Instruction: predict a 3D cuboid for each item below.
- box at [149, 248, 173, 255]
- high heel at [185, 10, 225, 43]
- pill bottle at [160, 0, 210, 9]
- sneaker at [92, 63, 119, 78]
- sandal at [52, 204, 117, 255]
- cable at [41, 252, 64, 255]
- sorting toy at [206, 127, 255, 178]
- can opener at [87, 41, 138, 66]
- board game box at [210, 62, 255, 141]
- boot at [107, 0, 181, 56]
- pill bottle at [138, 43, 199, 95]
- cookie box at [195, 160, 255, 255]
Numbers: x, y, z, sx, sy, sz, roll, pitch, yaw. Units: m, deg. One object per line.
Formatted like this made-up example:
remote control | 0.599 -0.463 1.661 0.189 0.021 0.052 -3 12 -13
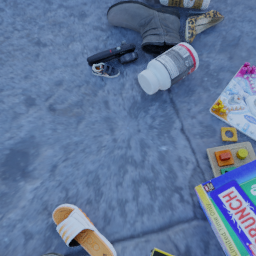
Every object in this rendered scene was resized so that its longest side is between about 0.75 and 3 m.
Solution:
box | 1.067 4.338 6.717 1.774 0.548 2.221 21 64 6
high heel | 2.976 -3.910 10.804 1.432 0.717 2.010 8 54 11
pill bottle | 1.976 -5.747 11.297 2.721 1.556 1.556 8 63 5
sneaker | -0.805 -2.085 10.101 0.996 0.396 0.391 4 62 0
sandal | -1.217 2.831 7.312 2.146 0.615 0.822 36 103 16
cable | -2.767 3.576 7.003 2.979 0.750 1.447 19 70 9
sorting toy | 3.283 1.102 8.495 1.501 0.363 2.665 -8 63 -4
can opener | -0.588 -2.687 10.283 1.899 0.602 0.747 -13 65 -7
board game box | 4.515 -0.822 9.491 2.561 0.331 2.562 35 68 17
boot | 0.589 -3.709 10.540 2.991 1.044 1.969 3 61 3
pill bottle | 1.359 -2.008 9.650 1.997 1.105 1.105 -34 68 -16
cookie box | 3.548 2.078 6.910 2.934 1.103 2.510 -26 50 3
